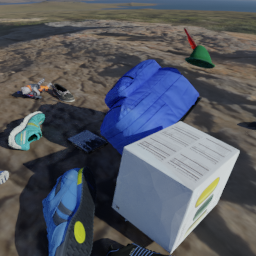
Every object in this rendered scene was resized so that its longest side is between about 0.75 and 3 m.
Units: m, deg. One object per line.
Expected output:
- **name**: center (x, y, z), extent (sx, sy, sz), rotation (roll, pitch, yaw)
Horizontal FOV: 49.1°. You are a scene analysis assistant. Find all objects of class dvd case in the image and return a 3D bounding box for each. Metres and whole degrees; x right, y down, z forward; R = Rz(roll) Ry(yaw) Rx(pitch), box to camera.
- **dvd case**: center (-1.413, 0.473, 9.747), extent (1.177, 0.146, 0.885), rotation (26, 39, 38)

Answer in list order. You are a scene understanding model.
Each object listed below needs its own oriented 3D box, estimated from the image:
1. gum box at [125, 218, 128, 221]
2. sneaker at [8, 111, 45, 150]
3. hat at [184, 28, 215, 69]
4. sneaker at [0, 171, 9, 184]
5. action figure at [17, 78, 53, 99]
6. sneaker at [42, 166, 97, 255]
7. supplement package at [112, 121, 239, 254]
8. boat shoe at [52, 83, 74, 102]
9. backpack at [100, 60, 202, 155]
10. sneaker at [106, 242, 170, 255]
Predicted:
- **gum box**: center (0.314, 1.820, 7.194), extent (0.971, 0.255, 1.143), rotation (-4, 29, -9)
- **sneaker**: center (-3.433, 0.140, 9.968), extent (0.806, 0.785, 2.025), rotation (21, 36, -1)
- **hat**: center (2.103, -2.269, 7.929), extent (1.018, 0.896, 0.843), rotation (15, 1, -27)
- **sneaker**: center (-3.894, 1.473, 7.740), extent (0.596, 0.417, 1.032), rotation (9, 23, 22)
- **action figure**: center (-4.592, -1.927, 13.449), extent (1.561, 0.817, 1.510), rotation (11, 22, 20)
- **sneaker**: center (-1.425, 2.062, 6.278), extent (1.134, 0.953, 2.892), rotation (-19, 31, 10)
- **supplement package**: center (1.093, 1.171, 6.407), extent (1.696, 1.708, 2.251), rotation (30, 32, 31)
- **boat shoe**: center (-3.116, -1.692, 13.297), extent (0.565, 0.481, 1.689), rotation (-22, 36, -34)
- **backpack**: center (0.366, -0.501, 8.735), extent (2.313, 2.240, 2.757), rotation (42, 64, -5)
- **sneaker**: center (0.309, 2.577, 5.552), extent (1.522, 0.534, 0.593), rotation (-1, 37, 0)
